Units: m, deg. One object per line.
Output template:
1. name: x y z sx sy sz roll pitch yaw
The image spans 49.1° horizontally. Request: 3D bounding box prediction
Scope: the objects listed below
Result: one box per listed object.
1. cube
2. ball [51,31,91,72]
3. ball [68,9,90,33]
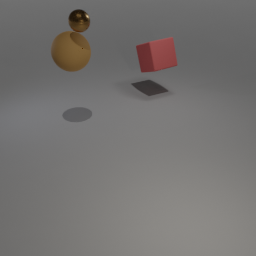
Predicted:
1. cube: 1.436 -3.651 14.102 1.400 1.400 1.400 -19 16 -23
2. ball: -2.023 -2.715 9.966 1.400 1.400 1.400 0 30 0
3. ball: -1.562 -3.430 8.980 0.700 0.700 0.700 0 30 0
